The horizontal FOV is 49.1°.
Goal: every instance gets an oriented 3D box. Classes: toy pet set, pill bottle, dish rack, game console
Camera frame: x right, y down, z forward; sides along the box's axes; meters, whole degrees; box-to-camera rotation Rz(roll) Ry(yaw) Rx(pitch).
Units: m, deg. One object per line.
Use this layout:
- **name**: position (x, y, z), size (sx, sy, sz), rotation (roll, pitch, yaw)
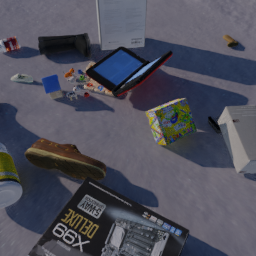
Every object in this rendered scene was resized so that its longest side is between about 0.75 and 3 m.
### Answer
- **toy pet set**: position (-2.337, -1.773, 10.293), size (1.488, 0.846, 1.594), rotation (-17, 51, -7)
- **pill bottle**: position (-3.565, 1.228, 7.629), size (0.968, 0.968, 1.694), rotation (-22, 51, -18)
- **dish rack**: position (3.178, -0.178, 9.371), size (0.884, 0.241, 0.678), rotation (-16, 51, -15)
- **pill bottle**: position (-5.265, -3.669, 12.316), size (0.923, 0.521, 0.521), rotation (-22, 52, -17)
- **game console**: position (0.062, -2.383, 10.245), size (1.450, 2.106, 2.443), rotation (53, 53, -13)

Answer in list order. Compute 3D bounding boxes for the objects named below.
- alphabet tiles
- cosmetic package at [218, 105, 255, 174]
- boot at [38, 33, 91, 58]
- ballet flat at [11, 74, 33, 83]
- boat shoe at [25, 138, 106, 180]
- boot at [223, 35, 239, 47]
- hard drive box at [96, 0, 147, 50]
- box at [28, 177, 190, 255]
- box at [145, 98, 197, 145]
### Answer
- **alphabet tiles**: position (-0.724, -2.064, 11.112), size (2.170, 0.158, 2.122), rotation (15, 50, 13)
- **cosmetic package**: position (3.560, 0.321, 8.378), size (1.050, 0.887, 1.966), rotation (-4, 52, -10)
- **boot**: position (-2.714, -3.460, 11.966), size (2.164, 0.710, 1.783), rotation (-6, 38, -11)
- **ballet flat**: position (-4.157, -1.991, 10.957), size (0.926, 0.332, 0.332), rotation (6, 48, 6)
- **boat shoe**: position (-1.721, 0.816, 8.042), size (2.455, 0.884, 0.829), rotation (13, 51, 15)
- **boot**: position (4.581, -3.987, 12.798), size (0.659, 0.249, 0.752), rotation (-11, 49, -27)
- **hard drive box**: position (-0.292, -4.751, 11.895), size (2.013, 2.583, 0.992), rotation (-7, 48, -7)
- **box**: position (-0.385, 2.731, 6.416), size (2.884, 0.718, 2.274), rotation (24, 53, 20)
- **box**: position (1.336, -0.203, 8.690), size (1.157, 1.114, 0.706), rotation (-22, 8, -19)
